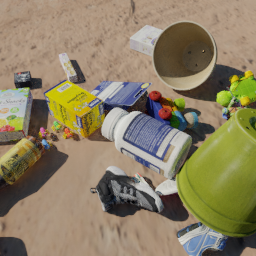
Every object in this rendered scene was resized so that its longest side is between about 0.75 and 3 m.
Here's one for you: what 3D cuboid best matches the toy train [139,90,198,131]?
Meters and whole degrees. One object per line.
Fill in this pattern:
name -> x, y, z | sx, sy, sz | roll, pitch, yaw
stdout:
toy train -> 1.548, -0.990, 11.464 | 1.708, 1.249, 2.951 | -5, 47, -19

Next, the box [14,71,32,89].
box -> -4.871, -2.228, 13.015 | 0.719, 0.411, 0.790 | -11, 49, -11

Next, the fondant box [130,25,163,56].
fondant box -> 1.529, -4.527, 14.898 | 2.376, 0.692, 1.714 | 26, 53, 23

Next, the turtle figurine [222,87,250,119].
turtle figurine -> 4.537, -0.853, 11.318 | 1.256, 1.295, 0.932 | 9, 12, -22

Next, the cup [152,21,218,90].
cup -> 2.820, -3.231, 12.657 | 2.858, 2.858, 2.044 | 30, 26, 24

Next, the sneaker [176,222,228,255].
sneaker -> 2.561, 3.019, 8.149 | 2.337, 0.885, 0.900 | -19, 72, -15

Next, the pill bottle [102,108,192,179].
pill bottle -> 0.591, 0.401, 9.836 | 2.929, 1.625, 1.625 | 27, 54, 22

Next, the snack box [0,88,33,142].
snack box -> -4.917, -0.561, 11.348 | 1.746, 0.650, 2.455 | -5, 48, -5

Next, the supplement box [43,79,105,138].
supplement box -> -2.110, -0.808, 11.142 | 2.202, 1.199, 1.206 | 30, 54, 28

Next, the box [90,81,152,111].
box -> -0.443, -1.350, 11.623 | 2.720, 0.441, 1.647 | 9, 44, 39

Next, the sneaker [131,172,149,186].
sneaker -> 0.453, 1.934, 9.401 | 0.424, 0.320, 0.908 | -38, 61, -3

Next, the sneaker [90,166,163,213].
sneaker -> -0.113, 2.215, 8.753 | 2.318, 0.875, 1.319 | 28, 54, 30

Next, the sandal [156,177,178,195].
sandal -> 2.209, 1.811, 9.173 | 2.636, 1.073, 0.648 | -20, 94, -8

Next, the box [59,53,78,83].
box -> -2.934, -2.957, 13.682 | 0.418, 0.391, 2.019 | -17, 50, -14

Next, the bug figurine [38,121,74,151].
bug figurine -> -2.833, 0.251, 10.763 | 1.395, 0.359, 1.082 | -30, 60, -24

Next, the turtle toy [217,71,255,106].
turtle toy -> 4.744, -1.515, 11.967 | 1.949, 0.985, 1.421 | -17, 74, -11

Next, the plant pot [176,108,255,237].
plant pot -> 3.223, 1.035, 7.980 | 2.888, 2.781, 2.888 | 12, 37, -9

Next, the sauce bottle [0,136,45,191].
sauce bottle -> -4.072, 1.468, 9.383 | 0.945, 0.945, 2.864 | 24, 54, 20
